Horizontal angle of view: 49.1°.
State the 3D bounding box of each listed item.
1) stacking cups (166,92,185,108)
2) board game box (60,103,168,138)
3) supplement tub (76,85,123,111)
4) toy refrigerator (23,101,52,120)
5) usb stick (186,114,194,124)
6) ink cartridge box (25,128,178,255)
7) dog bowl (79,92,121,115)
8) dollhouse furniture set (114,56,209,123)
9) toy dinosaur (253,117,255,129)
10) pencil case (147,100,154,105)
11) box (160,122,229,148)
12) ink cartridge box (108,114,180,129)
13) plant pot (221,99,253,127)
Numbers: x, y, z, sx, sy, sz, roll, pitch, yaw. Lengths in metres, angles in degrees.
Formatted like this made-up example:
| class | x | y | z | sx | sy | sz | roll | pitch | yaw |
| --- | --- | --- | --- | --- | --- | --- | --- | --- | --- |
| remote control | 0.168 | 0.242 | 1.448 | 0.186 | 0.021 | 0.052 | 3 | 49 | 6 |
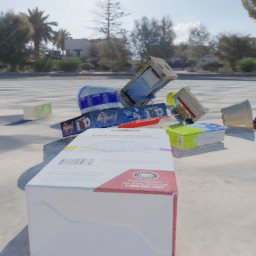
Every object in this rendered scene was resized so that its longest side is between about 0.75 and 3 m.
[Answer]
| class | x | y | z | sx | sy | sz | roll | pitch | yaw |
| --- | --- | --- | --- | --- | --- | --- | --- | --- | --- |
| stacking cups | 2.976 | -1.460 | 15.106 | 0.763 | 0.763 | 2.521 | -5 | 14 | -21 |
| board game box | -0.415 | -0.254 | 8.842 | 2.840 | 0.491 | 1.924 | -10 | -3 | -38 |
| supplement tub | -1.125 | -1.160 | 12.252 | 2.104 | 1.388 | 1.388 | 10 | 16 | 40 |
| toy refrigerator | -3.932 | -0.789 | 12.370 | 0.552 | 0.598 | 1.576 | 3 | 12 | 13 |
| usb stick | 2.530 | -0.390 | 11.430 | 0.340 | 0.200 | 1.228 | 12 | 15 | 5 |
| ink cartridge box | -0.164 | 0.748 | 4.418 | 1.689 | 0.979 | 2.900 | 1 | 14 | 6 |
| dog bowl | -0.815 | -0.692 | 8.092 | 1.169 | 0.461 | 1.169 | -11 | -2 | 0 |
| dollhouse furniture set | 1.271 | -0.978 | 10.479 | 1.937 | 2.749 | 1.926 | -43 | -9 | 23 |
| toy dinosaur | 4.850 | -0.187 | 10.511 | 1.029 | 0.595 | 1.134 | 11 | 49 | -20 |
| pencil case | 0.891 | -1.308 | 14.544 | 0.695 | 0.682 | 1.625 | 1 | 12 | -8 |
| box | 1.974 | 0.174 | 8.326 | 1.797 | 0.428 | 1.095 | -7 | 14 | -28 |
| ink cartridge box | 0.166 | 0.078 | 7.474 | 1.606 | 0.500 | 1.996 | -10 | 0 | -41 |
| plant pot | 3.993 | -0.484 | 10.392 | 0.949 | 1.037 | 1.037 | -9 | 10 | 12 |
